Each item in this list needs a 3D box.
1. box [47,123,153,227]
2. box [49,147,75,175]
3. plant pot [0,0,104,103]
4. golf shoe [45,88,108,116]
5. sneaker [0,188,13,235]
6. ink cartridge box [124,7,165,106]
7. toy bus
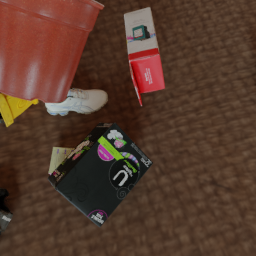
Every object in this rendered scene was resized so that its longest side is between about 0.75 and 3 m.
[{"bbox_3d":[-0.742,1.127,7.350,1.579,1.321,2.126,47,74,-17],"label":"box"},{"bbox_3d":[-1.762,1.012,8.160,0.894,0.432,0.786,4,70,2],"label":"box"},{"bbox_3d":[-2.040,-1.970,6.379,2.438,2.438,2.371,21,107,8],"label":"plant pot"},{"bbox_3d":[-1.583,-0.888,8.607,1.955,0.950,0.765,-12,68,-6],"label":"golf shoe"},{"bbox_3d":[-3.587,2.585,7.410,1.006,0.739,2.224,-8,68,0],"label":"sneaker"},{"bbox_3d":[0.446,-1.823,7.204,0.741,1.280,2.203,-11,58,9],"label":"ink cartridge box"},{"bbox_3d":[-3.757,-1.499,8.654,2.216,1.504,2.127,39,61,16],"label":"toy bus"}]
